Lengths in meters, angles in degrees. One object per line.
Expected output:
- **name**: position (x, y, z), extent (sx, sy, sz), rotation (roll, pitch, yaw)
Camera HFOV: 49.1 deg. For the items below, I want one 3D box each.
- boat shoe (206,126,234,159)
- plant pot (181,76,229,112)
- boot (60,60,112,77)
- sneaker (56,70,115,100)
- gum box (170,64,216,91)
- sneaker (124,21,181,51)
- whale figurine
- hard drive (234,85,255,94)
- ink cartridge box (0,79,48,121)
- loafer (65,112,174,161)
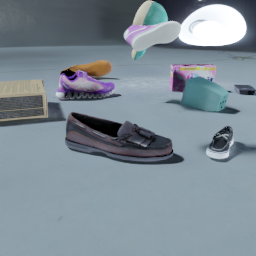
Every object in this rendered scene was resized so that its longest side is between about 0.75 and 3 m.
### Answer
- **boat shoe**: position (2.249, 0.297, 6.683), extent (0.511, 0.483, 1.425), rotation (13, 23, 31)
- **plant pot**: position (2.830, -1.169, 10.144), extent (1.370, 0.968, 0.969), rotation (29, 33, 36)
- **boot**: position (-2.349, -3.256, 15.759), extent (2.565, 0.984, 1.992), rotation (3, 17, 18)
- **sneaker**: position (-1.753, -1.855, 11.760), extent (2.542, 1.124, 1.022), rotation (-6, 19, -19)
- **gum box**: position (3.026, -2.336, 12.996), extent (2.059, 1.169, 0.681), rotation (0, 20, -1)
- **sneaker**: position (0.542, -2.307, 6.615), extent (1.345, 0.487, 0.767), rotation (-20, 45, -17)
- **whale figurine**: position (0.761, -3.502, 10.355), extent (1.119, 2.157, 1.716), rotation (22, 42, 6)
- **hard drive**: position (5.287, -1.758, 12.754), extent (0.807, 0.253, 1.197), rotation (3, 20, 8)
- **ink cartridge box**: position (-3.875, -1.014, 9.695), extent (1.993, 0.908, 2.419), rotation (-5, 20, -17)
- **loafer**: position (-0.277, 0.165, 6.511), extent (2.680, 0.844, 0.963), rotation (6, 21, 17)
